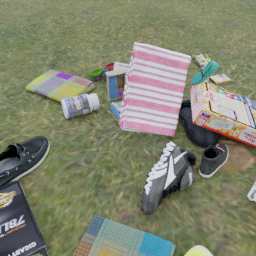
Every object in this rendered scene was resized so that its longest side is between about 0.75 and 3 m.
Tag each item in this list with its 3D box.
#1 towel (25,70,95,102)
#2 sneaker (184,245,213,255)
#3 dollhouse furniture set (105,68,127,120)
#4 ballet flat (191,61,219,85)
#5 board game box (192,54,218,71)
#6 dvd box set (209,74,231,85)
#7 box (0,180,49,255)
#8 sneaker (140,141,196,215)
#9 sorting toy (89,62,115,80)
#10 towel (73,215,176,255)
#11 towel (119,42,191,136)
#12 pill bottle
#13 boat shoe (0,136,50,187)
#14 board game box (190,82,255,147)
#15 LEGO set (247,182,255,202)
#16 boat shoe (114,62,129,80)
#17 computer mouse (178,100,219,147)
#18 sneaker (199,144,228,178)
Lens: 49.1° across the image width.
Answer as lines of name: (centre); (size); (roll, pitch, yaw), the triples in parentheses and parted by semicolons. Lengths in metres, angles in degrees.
towel: (-2.960, -1.799, 12.231); (2.582, 0.294, 1.854); (19, 45, 22)
sneaker: (1.765, 3.608, 5.680); (1.171, 0.844, 2.229); (-32, 45, -11)
dollhouse furniture set: (0.138, -1.375, 11.011); (1.769, 1.223, 1.874); (-17, 44, -19)
ballet flat: (2.480, -1.681, 8.917); (0.401, 1.140, 0.384); (14, 57, -18)
board game box: (3.828, -3.277, 14.037); (0.820, 0.184, 1.564); (-4, 41, -7)
dvd box set: (4.218, -2.239, 12.863); (0.812, 0.119, 0.594); (-13, 42, -15)
box: (-3.440, 2.648, 6.850); (2.303, 0.572, 2.286); (-22, 44, -23)
sneaker: (1.270, 1.426, 7.998); (1.218, 0.894, 2.692); (15, 41, 21)
sorting toy: (-1.027, -2.481, 12.910); (1.436, 0.589, 0.863); (-27, 31, -12)
towel: (-0.134, 3.075, 6.607); (2.226, 0.242, 1.632); (14, 42, 17)
towel: (0.926, -1.204, 9.320); (2.096, 2.865, 0.428); (7, 10, -19)
pill bottle: (-1.818, -0.880, 10.787); (1.335, 0.760, 0.760); (-16, 43, -17)
boat shoe: (-3.489, 0.922, 8.585); (1.000, 0.887, 2.676); (26, 47, 27)
board game box: (3.546, -0.553, 9.821); (2.691, 0.623, 2.038); (21, 40, -8)
LEGO set: (4.700, 2.172, 7.138); (2.958, 1.361, 1.101); (41, 15, 33)
boat shoe: (0.764, -2.547, 12.388); (2.847, 0.935, 1.024); (1, 8, 8)
computer mouse: (2.434, -0.368, 10.246); (1.790, 0.682, 2.585); (-10, 42, -13)
sneaker: (2.790, 0.798, 8.801); (0.574, 0.806, 1.625); (26, 46, 29)
